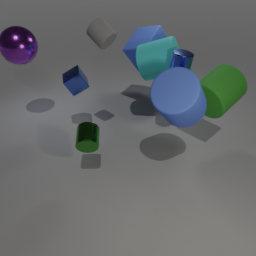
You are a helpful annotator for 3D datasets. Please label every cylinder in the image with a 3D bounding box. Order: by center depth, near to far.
[{"bbox_3d":[1.507,-0.855,8.205,1.400,1.400,1.400,18,-8,26],"label":"cylinder"},{"bbox_3d":[-1.221,0.287,8.499,0.700,0.700,0.700,-1,54,-1],"label":"cylinder"},{"bbox_3d":[-0.834,-2.982,8.877,0.700,0.700,0.700,48,44,3],"label":"cylinder"},{"bbox_3d":[1.772,-2.174,9.329,0.700,0.700,0.700,6,35,-4],"label":"cylinder"},{"bbox_3d":[3.172,-1.281,9.823,1.400,1.400,1.400,-39,46,-21],"label":"cylinder"},{"bbox_3d":[1.192,-2.630,10.703,1.400,1.400,1.400,-9,27,23],"label":"cylinder"}]

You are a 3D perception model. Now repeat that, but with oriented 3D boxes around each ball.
[{"bbox_3d":[-4.093,-3.077,10.472,1.400,1.400,1.400,0,31,0],"label":"ball"}]

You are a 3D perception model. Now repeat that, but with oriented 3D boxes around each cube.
[{"bbox_3d":[-1.950,-1.764,10.436,0.700,0.700,0.700,-29,41,8],"label":"cube"},{"bbox_3d":[0.914,-3.478,12.399,1.400,1.400,1.400,13,65,46],"label":"cube"}]
